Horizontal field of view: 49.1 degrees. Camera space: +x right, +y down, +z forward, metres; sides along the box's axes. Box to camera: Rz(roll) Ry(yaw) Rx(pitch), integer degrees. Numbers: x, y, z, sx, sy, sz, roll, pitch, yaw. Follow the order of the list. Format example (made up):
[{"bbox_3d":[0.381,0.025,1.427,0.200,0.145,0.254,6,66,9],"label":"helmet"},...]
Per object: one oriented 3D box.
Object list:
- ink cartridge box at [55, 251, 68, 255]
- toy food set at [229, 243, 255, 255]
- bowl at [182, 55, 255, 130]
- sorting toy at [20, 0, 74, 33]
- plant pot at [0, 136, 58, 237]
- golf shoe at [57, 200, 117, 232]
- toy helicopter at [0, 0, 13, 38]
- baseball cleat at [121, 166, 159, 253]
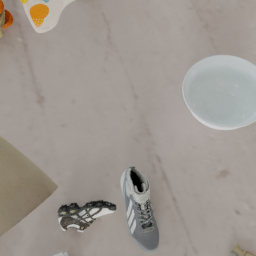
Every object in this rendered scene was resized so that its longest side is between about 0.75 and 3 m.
[{"bbox_3d":[-1.937,3.618,6.770,1.140,0.477,0.827,-21,73,-7],"label":"ink cartridge box"},{"bbox_3d":[3.216,3.959,6.740,2.074,0.327,1.319,35,76,10],"label":"toy food set"},{"bbox_3d":[2.630,-0.823,7.824,2.287,1.028,2.287,-2,64,5],"label":"bowl"},{"bbox_3d":[-1.643,-3.508,6.866,1.665,0.988,1.850,-11,58,18],"label":"sorting toy"},{"bbox_3d":[-2.405,0.756,4.473,1.774,1.774,1.894,-36,94,-11],"label":"plant pot"},{"bbox_3d":[-1.027,2.277,7.222,1.529,0.594,0.722,-7,87,2],"label":"golf shoe"},{"bbox_3d":[-4.721,-2.919,8.667,1.644,0.981,2.486,10,82,-1],"label":"toy helicopter"},{"bbox_3d":[0.296,2.022,6.929,0.751,1.147,2.155,-16,75,-16],"label":"baseball cleat"}]
